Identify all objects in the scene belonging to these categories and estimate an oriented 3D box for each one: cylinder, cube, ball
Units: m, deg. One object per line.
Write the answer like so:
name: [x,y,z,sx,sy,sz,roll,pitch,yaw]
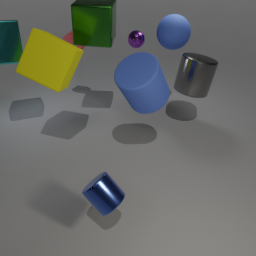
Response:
cylinder: [-0.537,1.452,6.220,0.700,0.700,0.700,-40,6,5]
cylinder: [0.465,-1.371,8.716,1.400,1.400,1.400,-11,58,18]
cube: [-2.292,-3.836,12.303,0.700,0.700,0.700,1,40,32]
cube: [-4.504,-2.975,9.863,1.400,1.400,1.400,-10,18,-19]
ball: [0.338,-3.615,11.411,0.700,0.700,0.700,0,31,0]
cube: [-1.198,-3.868,10.208,1.400,1.400,1.400,4,35,2]
cube: [-2.396,-2.115,8.798,1.400,1.400,1.400,26,13,-7]
ball: [1.879,-3.953,11.570,1.400,1.400,1.400,0,31,0]
cylinder: [2.648,-2.087,11.033,1.400,1.400,1.400,10,28,-5]
